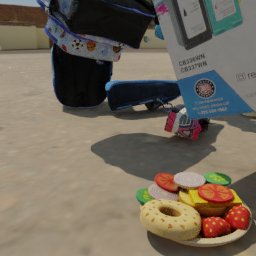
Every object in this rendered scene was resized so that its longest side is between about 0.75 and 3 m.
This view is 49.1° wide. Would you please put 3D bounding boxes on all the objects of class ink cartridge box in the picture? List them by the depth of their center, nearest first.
[{"bbox_3d":[1.844,-1.921,3.853,2.156,2.953,2.166,-25,10,-36],"label":"ink cartridge box"}]

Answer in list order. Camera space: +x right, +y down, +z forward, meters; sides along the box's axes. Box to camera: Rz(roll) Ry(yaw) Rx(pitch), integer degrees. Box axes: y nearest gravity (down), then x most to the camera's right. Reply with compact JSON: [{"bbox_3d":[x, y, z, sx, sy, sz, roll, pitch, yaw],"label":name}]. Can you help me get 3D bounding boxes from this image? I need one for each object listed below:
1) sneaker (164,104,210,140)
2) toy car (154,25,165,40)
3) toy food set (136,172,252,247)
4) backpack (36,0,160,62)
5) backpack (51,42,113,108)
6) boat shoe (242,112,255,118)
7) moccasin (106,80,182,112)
[{"bbox_3d":[1.695,-0.248,6.917,0.793,0.856,2.124,27,36,25],"label":"sneaker"},{"bbox_3d":[1.826,-3.347,7.980,1.908,1.831,2.070,31,-7,21],"label":"toy car"},{"bbox_3d":[0.832,0.977,3.658,1.453,0.353,1.438,-1,18,-1],"label":"toy food set"},{"bbox_3d":[-0.823,-2.560,6.033,2.312,1.781,2.202,1,44,-50],"label":"backpack"},{"bbox_3d":[-1.550,-1.874,9.501,2.048,2.238,1.645,0,16,-13],"label":"backpack"},{"bbox_3d":[4.087,-0.530,7.930,0.685,0.617,1.898,-11,21,-31],"label":"boat shoe"},{"bbox_3d":[0.703,-1.035,8.983,2.966,1.011,1.194,-4,11,-17],"label":"moccasin"}]
